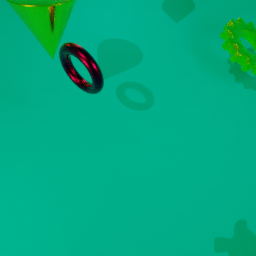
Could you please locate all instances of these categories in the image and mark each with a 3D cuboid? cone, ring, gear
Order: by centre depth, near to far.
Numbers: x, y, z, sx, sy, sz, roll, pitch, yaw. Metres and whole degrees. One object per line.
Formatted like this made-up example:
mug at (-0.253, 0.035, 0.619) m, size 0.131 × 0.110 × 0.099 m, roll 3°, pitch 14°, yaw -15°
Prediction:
ring at (-1.033, -1.290, 6.173) m, size 1.283 × 1.283 × 0.257 m, roll 40°, pitch 65°, yaw 12°
cone at (-1.858, -2.306, 6.500) m, size 1.550 × 1.556 × 1.550 m, roll 1°, pitch 42°, yaw -1°
gear at (3.190, -2.179, 7.436) m, size 1.611 × 0.298 × 1.611 m, roll 11°, pitch 63°, yaw -22°
